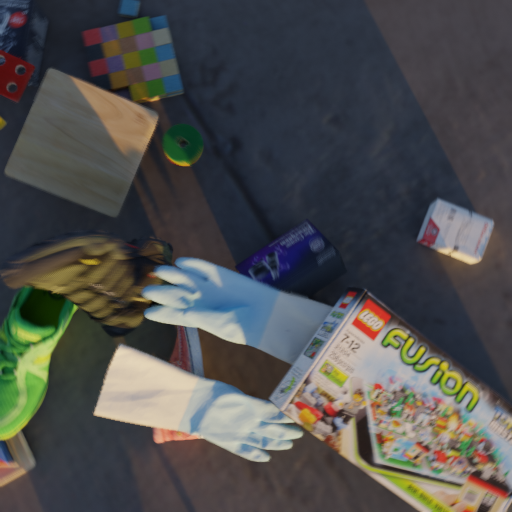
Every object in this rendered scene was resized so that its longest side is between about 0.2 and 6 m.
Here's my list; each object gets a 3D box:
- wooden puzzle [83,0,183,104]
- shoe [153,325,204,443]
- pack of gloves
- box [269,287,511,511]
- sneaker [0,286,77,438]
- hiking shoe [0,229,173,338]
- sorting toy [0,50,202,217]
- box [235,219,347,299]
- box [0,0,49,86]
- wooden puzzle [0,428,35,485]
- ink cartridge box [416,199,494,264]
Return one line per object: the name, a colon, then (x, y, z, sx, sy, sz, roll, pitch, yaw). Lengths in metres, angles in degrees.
wooden puzzle: (-2.373, -3.712, 10.807, 1.638, 0.194, 2.762, -14, 82, -2)
shoe: (-1.402, 2.095, 9.651, 0.993, 0.780, 2.183, -7, 86, -7)
pack of gloves: (-0.440, 1.800, 8.901, 3.494, 0.689, 2.935, 20, 96, -13)
box: (2.535, 2.626, 9.097, 4.166, 0.723, 2.293, 37, 83, -10)
sneaker: (-3.897, 1.405, 9.398, 1.207, 1.362, 3.259, 21, 80, -2)
hiking shoe: (-2.385, 0.496, 8.832, 1.193, 3.151, 1.586, -20, 78, 36)
sorting toy: (-3.227, -2.035, 10.159, 4.233, 0.716, 2.040, 22, 87, -6)
box: (0.593, 0.230, 9.759, 1.575, 0.621, 1.112, -34, 48, -5)
box: (-4.885, -4.073, 10.556, 1.528, 0.795, 1.391, 5, 83, 1)
wooden puzzle: (-5.134, 3.253, 9.646, 2.049, 0.474, 1.898, -28, 83, -4)
ink cartridge box: (3.610, -0.433, 10.195, 1.095, 0.454, 0.804, 23, 82, 3)
